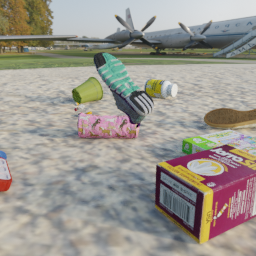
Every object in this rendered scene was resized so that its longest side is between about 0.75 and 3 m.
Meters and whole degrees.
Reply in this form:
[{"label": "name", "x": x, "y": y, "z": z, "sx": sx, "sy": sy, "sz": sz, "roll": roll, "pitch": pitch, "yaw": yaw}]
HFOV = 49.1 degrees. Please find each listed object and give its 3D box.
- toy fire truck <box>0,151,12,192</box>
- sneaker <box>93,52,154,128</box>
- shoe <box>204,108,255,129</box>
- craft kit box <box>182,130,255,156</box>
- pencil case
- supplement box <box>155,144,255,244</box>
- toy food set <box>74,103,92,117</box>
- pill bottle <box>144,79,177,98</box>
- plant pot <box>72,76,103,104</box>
[{"label": "toy fire truck", "x": -3.573, "y": 0.722, "z": 6.143, "sx": 1.793, "sy": 1.197, "sz": 2.135, "roll": 18, "pitch": 7, "yaw": -33}, {"label": "sneaker", "x": -0.258, "y": -0.871, "z": 6.540, "sx": 0.722, "sy": 0.849, "sz": 1.940, "roll": -25, "pitch": 69, "yaw": -35}, {"label": "shoe", "x": 3.872, "y": -0.249, "z": 9.887, "sx": 2.398, "sy": 0.640, "sz": 0.838, "roll": -3, "pitch": 52, "yaw": 2}, {"label": "craft kit box", "x": 2.749, "y": 0.592, "z": 7.411, "sx": 1.880, "sy": 0.456, "sz": 1.857, "roll": -10, "pitch": 17, "yaw": -29}, {"label": "pencil case", "x": -0.597, "y": -0.076, "z": 8.875, "sx": 1.982, "sy": 0.821, "sz": 0.858, "roll": 1, "pitch": 60, "yaw": 3}, {"label": "supplement box", "x": 1.561, "y": 1.056, "z": 5.014, "sx": 1.840, "sy": 0.949, "sz": 1.204, "roll": -11, "pitch": 21, "yaw": -31}, {"label": "toy food set", "x": -1.916, "y": -0.687, "z": 11.362, "sx": 0.827, "sy": 0.395, "sz": 0.372, "roll": 37, "pitch": 27, "yaw": 9}, {"label": "pill bottle", "x": 1.768, "y": -2.114, "z": 15.076, "sx": 1.665, "sy": 0.933, "sz": 0.933, "roll": 13, "pitch": 21, "yaw": 35}, {"label": "plant pot", "x": -2.080, "y": -1.751, "z": 13.797, "sx": 1.208, "sy": 1.272, "sz": 1.272, "roll": -29, "pitch": 32, "yaw": -35}]
